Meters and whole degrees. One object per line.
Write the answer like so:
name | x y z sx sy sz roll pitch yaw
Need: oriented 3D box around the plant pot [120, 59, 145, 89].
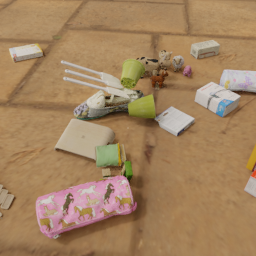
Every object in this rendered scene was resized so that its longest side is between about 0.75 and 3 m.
plant pot | 0.101 -1.892 10.118 0.874 0.874 0.804 11 56 12

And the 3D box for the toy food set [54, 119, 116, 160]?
toy food set | -1.394 0.440 9.033 1.691 0.511 1.213 14 56 17

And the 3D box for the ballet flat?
ballet flat | -0.677 -0.995 10.212 2.701 0.971 0.971 -9 43 -10

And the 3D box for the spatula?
spatula | -1.147 -1.653 9.553 2.301 0.185 1.600 11 35 -27

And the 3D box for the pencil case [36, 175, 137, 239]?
pencil case | -1.007 1.912 6.966 2.394 1.036 0.991 -14 6 -15

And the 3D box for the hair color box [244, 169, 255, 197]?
hair color box | 3.847 1.716 7.415 1.306 0.663 0.400 32 51 29

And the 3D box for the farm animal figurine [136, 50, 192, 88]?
farm animal figurine | 1.592 -2.774 12.018 2.211 1.112 1.785 -27 49 -27

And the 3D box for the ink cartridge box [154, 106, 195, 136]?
ink cartridge box | 1.630 -0.257 9.915 1.050 0.214 1.052 -34 52 -31

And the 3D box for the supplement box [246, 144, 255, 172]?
supplement box | 5.127 0.686 7.905 2.290 1.520 2.258 -31 51 -30

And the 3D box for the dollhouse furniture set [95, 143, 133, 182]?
dollhouse furniture set | -0.443 0.912 8.006 0.881 0.675 1.344 -3 56 -13

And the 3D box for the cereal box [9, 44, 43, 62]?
cereal box | -4.959 -3.680 13.633 1.434 0.283 1.032 -17 45 -18

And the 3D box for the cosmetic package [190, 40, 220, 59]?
cosmetic package | 3.732 -3.809 13.591 1.233 0.538 0.637 -15 44 -15

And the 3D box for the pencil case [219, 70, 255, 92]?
pencil case | 4.744 -1.840 11.204 2.028 0.843 0.920 3 58 4

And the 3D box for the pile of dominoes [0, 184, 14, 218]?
pile of dominoes | -4.069 1.986 7.540 1.839 0.293 1.433 31 49 19

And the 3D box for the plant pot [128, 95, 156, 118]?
plant pot | 0.457 -0.683 9.639 0.880 0.823 0.823 -8 42 3

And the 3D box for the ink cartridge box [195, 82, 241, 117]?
ink cartridge box | 3.365 -1.100 10.593 0.965 0.566 1.318 -30 52 -29
